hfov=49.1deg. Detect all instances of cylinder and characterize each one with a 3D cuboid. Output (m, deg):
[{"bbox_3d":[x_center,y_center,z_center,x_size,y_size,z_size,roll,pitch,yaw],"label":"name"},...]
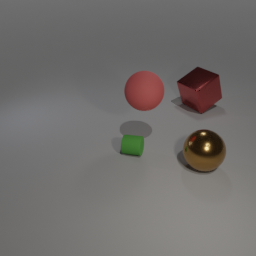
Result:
[{"bbox_3d":[0.175,0.615,10.193,0.700,0.700,0.700,5,30,16],"label":"cylinder"}]

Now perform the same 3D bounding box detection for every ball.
[{"bbox_3d":[0.570,-1.294,9.819,1.400,1.400,1.400,0,30,0],"label":"ball"},{"bbox_3d":[2.536,0.743,9.336,1.400,1.400,1.400,0,30,0],"label":"ball"}]

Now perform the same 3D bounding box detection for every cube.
[{"bbox_3d":[3.400,-1.817,13.298,1.400,1.400,1.400,-36,41,-13],"label":"cube"}]
